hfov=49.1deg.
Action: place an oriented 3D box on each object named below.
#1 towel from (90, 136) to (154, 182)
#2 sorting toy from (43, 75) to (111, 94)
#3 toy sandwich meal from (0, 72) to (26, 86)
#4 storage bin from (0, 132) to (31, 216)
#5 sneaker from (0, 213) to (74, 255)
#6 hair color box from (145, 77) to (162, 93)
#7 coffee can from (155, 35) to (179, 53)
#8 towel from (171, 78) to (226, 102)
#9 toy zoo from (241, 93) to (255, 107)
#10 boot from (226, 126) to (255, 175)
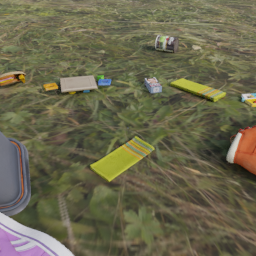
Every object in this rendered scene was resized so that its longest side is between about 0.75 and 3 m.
[{"bbox_3d":[-0.113,0.737,7.102,0.718,0.151,1.669,27,42,36],"label":"towel"},{"bbox_3d":[-1.865,-1.580,10.460,2.464,0.336,1.388,-7,30,-11],"label":"sorting toy"},{"bbox_3d":[-4.386,-1.814,10.600,1.171,0.401,1.171,-15,2,1],"label":"toy sandwich meal"},{"bbox_3d":[-3.329,0.666,5.070,2.674,1.796,1.946,-7,66,-12],"label":"storage bin"},{"bbox_3d":[-1.834,2.239,4.376,2.252,0.816,1.284,10,40,27],"label":"sneaker"},{"bbox_3d":[0.938,-1.616,10.553,0.422,0.258,0.852,-8,34,-11],"label":"hair color box"},{"bbox_3d":[1.961,-4.217,14.047,1.004,0.735,0.735,15,36,22],"label":"coffee can"},{"bbox_3d":[2.578,-1.437,10.403,0.837,0.176,1.946,-24,39,-39],"label":"towel"},{"bbox_3d":[4.488,-0.989,9.735,1.129,0.116,0.741,-6,34,-8],"label":"toy zoo"},{"bbox_3d":[3.495,0.198,7.214,1.460,1.021,2.722,15,37,30],"label":"boot"}]
